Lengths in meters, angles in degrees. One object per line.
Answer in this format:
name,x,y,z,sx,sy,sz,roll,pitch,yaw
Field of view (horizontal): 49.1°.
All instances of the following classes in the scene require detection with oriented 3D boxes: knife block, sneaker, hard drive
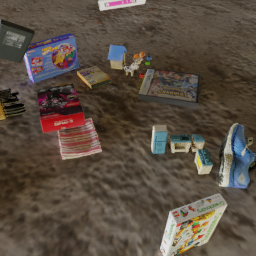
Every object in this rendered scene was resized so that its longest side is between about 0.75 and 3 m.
knife block,-5.254,-0.679,11.075,2.197,1.928,0.703,-45,41,18
sneaker,3.603,0.919,9.100,1.130,0.996,2.536,16,52,7
hard drive,-2.749,-2.004,6.622,0.743,1.065,0.175,9,55,-36

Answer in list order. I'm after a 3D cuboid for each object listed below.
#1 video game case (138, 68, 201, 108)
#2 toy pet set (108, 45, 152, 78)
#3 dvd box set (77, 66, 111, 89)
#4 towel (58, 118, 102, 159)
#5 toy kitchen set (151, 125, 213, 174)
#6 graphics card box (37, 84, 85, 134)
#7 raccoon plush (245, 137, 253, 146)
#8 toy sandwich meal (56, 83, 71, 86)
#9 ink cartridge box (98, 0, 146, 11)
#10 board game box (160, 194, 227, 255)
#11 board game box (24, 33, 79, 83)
video game case,1.904,-1.860,12.517,2.531,0.323,2.287,9,42,10
toy pet set,0.107,-3.568,13.843,1.914,1.089,2.050,9,42,10
dvd box set,-1.610,-2.423,13.226,1.062,0.213,1.452,-24,47,-24
towel,-1.813,0.300,10.156,1.397,0.286,1.909,-11,43,-13
toy kitchen set,1.732,0.717,9.130,1.754,1.033,1.405,-2,42,-2
graphics card box,-2.685,-0.847,11.005,1.571,0.637,2.505,-12,36,-13
raccoon plush,4.070,0.397,10.015,0.528,0.381,0.788,-21,45,-32
toy sandwich meal,-2.848,-1.786,12.472,0.797,0.273,0.797,0,42,0
ink cartridge box,0.057,-5.010,10.834,2.277,0.422,1.078,-6,34,13
board game box,1.474,2.368,6.593,1.250,1.980,0.343,-15,48,-16
board game box,-3.557,-3.291,13.130,2.418,1.626,0.541,-26,48,-27
